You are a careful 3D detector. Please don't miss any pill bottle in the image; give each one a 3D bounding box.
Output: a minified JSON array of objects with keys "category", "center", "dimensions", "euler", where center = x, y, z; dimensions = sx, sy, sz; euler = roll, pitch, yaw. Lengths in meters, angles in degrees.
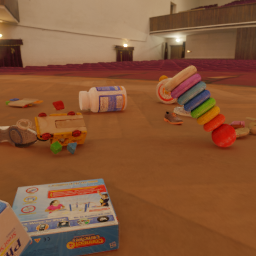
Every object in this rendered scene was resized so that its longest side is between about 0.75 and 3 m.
[{"category":"pill bottle","center":[-1.296,-1.458,14.287],"dimensions":[2.273,1.274,1.274],"euler":[-5,16,-18]}]

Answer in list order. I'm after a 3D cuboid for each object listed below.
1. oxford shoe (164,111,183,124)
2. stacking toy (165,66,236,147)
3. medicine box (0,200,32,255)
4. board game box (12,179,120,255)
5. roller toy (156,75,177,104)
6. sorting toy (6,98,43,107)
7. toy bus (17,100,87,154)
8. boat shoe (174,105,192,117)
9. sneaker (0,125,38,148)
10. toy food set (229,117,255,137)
[{"category":"oxford shoe","center":[1.945,-0.445,12.100],"dimensions":[0.423,0.432,1.185],"euler":[-9,17,-29]},{"category":"stacking toy","center":[2.411,-0.565,8.998],"dimensions":[1.188,2.783,1.188],"euler":[-35,-3,-2]},{"category":"medicine box","center":[-2.274,1.467,3.280],"dimensions":[1.578,0.812,1.437],"euler":[7,38,27]},{"category":"board game box","center":[-1.109,1.483,4.781],"dimensions":[1.658,0.463,1.623],"euler":[-3,15,-13]},{"category":"roller toy","center":[2.465,-2.225,16.675],"dimensions":[1.474,1.616,1.130],"euler":[19,21,21]},{"category":"sorting toy","center":[-5.921,-1.393,15.973],"dimensions":[2.263,0.308,1.274],"euler":[6,20,22]},{"category":"toy bus","center":[-2.245,0.129,8.887],"dimensions":[1.858,0.960,1.753],"euler":[30,46,6]},{"category":"boat shoe","center":[2.977,-0.911,13.419],"dimensions":[0.639,0.653,1.833],"euler":[-12,19,-39]},{"category":"sneaker","center":[-3.739,0.187,9.291],"dimensions":[1.932,0.720,0.842],"euler":[6,11,19]},{"category":"toy food set","center":[4.196,0.059,10.548],"dimensions":[2.063,0.325,1.311],"euler":[-16,20,-25]}]
